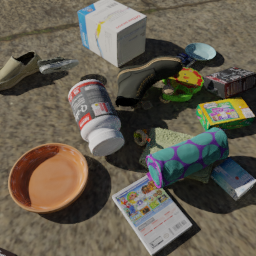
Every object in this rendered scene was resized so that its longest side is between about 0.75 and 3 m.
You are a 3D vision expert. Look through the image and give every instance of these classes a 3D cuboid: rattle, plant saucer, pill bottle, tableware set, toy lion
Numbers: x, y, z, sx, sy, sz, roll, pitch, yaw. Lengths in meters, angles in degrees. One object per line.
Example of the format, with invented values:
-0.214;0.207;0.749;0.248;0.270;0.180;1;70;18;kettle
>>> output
0.719;0.371;10.523;0.691;0.630;0.968;4;2;-40;rattle
-2.650;1.690;9.541;2.637;0.494;2.637;0;50;-1;plant saucer
-1.168;-0.385;10.481;1.530;1.530;2.640;-17;61;-14;pill bottle
3.632;-3.780;14.169;1.543;0.297;1.543;2;48;-2;plant saucer
0.481;-1.200;12.161;1.006;0.140;1.205;-10;51;-9;tableware set
2.423;-1.985;12.544;1.994;0.714;2.080;6;50;-4;toy lion

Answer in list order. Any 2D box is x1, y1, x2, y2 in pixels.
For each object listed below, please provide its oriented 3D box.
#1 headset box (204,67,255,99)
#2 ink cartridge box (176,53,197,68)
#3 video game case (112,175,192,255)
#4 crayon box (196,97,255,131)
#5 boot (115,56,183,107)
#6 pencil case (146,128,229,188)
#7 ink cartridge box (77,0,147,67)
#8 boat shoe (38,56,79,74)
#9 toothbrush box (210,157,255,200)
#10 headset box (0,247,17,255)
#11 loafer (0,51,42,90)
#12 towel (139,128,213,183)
4.314;-1.971;12.126;1.871;0.723;1.392;-21;29;-16;headset box
2.815;-3.426;13.971;0.917;0.201;0.926;35;57;26;ink cartridge box
0.731;2.649;8.935;1.572;0.198;2.195;-27;56;-20;video game case
3.905;-0.535;11.324;1.952;0.569;1.159;-11;51;-9;crayon box
0.878;-1.802;11.646;2.893;1.121;2.001;-13;45;22;boot
1.978;0.968;9.250;2.751;1.271;1.171;-20;78;-15;pencil case
-0.749;-4.764;13.901;2.748;1.987;2.023;37;59;27;ink cartridge box
-3.093;-2.937;12.579;1.876;0.663;0.597;-19;81;-34;boat shoe
3.558;1.714;9.511;0.861;0.502;1.176;-29;58;-22;toothbrush box
-3.383;4.166;6.810;0.797;1.536;2.064;16;53;13;headset box
-5.240;-2.740;12.898;1.064;0.960;2.813;35;58;25;loafer
1.836;0.898;10.212;2.535;0.463;1.881;14;51;11;towel
